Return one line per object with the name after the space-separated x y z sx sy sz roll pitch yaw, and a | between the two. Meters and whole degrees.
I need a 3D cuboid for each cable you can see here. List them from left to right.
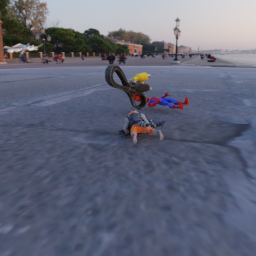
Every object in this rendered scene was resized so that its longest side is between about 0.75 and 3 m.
-0.034 -1.218 8.529 0.628 1.211 2.494 21 12 35 | cable

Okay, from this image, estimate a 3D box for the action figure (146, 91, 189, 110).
1.194 -0.916 9.519 1.739 0.450 0.569 7 39 46 | action figure

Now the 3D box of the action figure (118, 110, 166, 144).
0.381 -0.105 6.357 1.179 0.617 1.140 -18 32 -14 | action figure
